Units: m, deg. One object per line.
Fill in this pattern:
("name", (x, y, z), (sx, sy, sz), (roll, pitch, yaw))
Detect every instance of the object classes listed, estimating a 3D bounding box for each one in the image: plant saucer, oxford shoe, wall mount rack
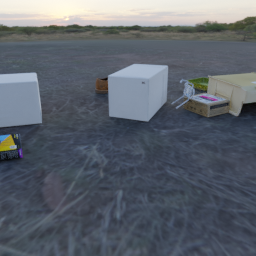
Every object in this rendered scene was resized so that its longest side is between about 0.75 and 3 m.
("plant saucer", (4.307, -2.436, 15.650), (1.601, 0.384, 1.604), (-15, 27, -33))
("oxford shoe", (-0.510, -2.394, 14.906), (2.525, 0.900, 0.901), (-9, 22, -25))
("wall mount rack", (2.337, -1.409, 11.880), (0.502, 1.169, 1.345), (13, 16, -8))

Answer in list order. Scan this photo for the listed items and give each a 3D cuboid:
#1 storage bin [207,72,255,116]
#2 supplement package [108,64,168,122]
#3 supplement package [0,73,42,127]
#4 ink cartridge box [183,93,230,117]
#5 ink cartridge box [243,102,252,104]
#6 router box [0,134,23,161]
("storage bin", (5.268, -1.549, 12.328), (2.652, 1.243, 2.633), (-7, 23, -17))
("supplement package", (0.501, -1.604, 11.783), (1.697, 1.718, 2.834), (8, 23, 20))
("supplement package", (-4.724, -1.036, 10.430), (2.759, 1.652, 1.673), (-7, 23, -16))
("ink cartridge box", (3.282, -0.993, 11.810), (1.238, 0.564, 1.502), (-14, 25, -29))
("ink cartridge box", (5.158, -1.533, 12.826), (1.121, 0.818, 0.471), (-8, 25, -17))
("router box", (-3.620, 0.558, 8.184), (0.957, 0.328, 1.283), (-7, 21, -22))
